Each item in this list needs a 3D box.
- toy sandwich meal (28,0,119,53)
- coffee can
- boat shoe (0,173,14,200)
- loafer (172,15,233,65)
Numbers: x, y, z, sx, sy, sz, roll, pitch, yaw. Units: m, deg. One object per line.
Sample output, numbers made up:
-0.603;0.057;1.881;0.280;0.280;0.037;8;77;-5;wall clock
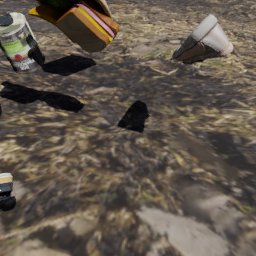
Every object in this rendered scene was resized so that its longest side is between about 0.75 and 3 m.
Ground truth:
-1.157;-2.274;5.674;1.948;1.948;0.667;16;78;21;toy sandwich meal
-2.797;-2.139;7.171;0.906;1.238;0.906;-6;53;7;coffee can
-1.900;0.943;4.157;0.336;0.900;0.280;-5;66;-37;boat shoe
1.390;-1.522;5.471;0.695;0.794;2.210;43;7;-3;loafer
